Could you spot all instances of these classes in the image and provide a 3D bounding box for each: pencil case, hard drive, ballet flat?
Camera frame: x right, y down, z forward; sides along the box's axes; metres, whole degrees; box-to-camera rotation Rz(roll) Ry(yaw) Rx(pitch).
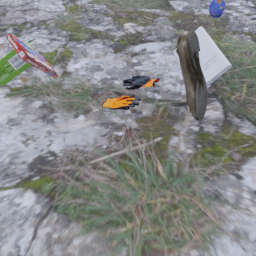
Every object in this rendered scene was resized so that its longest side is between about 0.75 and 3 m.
[{"bbox_3d":[2.216,-2.960,6.969,0.374,0.416,0.957,-30,7,22],"label":"pencil case"},{"bbox_3d":[2.205,-2.101,8.516,0.223,1.162,1.761,18,41,-46],"label":"hard drive"},{"bbox_3d":[1.213,-0.974,5.428,0.401,1.730,0.583,2,26,38],"label":"ballet flat"}]

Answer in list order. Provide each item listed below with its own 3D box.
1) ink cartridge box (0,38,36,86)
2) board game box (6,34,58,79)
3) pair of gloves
[{"bbox_3d":[-3.304,-2.083,8.582,1.218,0.624,1.648,-30,22,16],"label":"ink cartridge box"},{"bbox_3d":[-1.863,-1.391,5.577,0.114,1.176,0.605,-39,76,7],"label":"board game box"},{"bbox_3d":[0.040,-0.782,6.037,1.013,0.141,1.137,9,49,45],"label":"pair of gloves"}]
